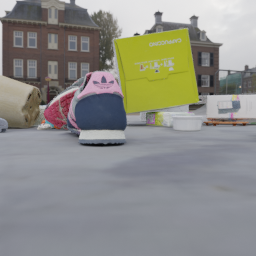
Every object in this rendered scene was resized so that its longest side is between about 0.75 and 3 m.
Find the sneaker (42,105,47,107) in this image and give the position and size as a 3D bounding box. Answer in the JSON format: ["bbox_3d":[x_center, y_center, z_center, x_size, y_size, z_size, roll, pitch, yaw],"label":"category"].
[{"bbox_3d":[-3.903,-0.584,11.858,1.326,0.857,2.445,-4,3,43],"label":"sneaker"}]

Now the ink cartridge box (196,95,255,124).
[{"bbox_3d":[4.120,-0.727,11.478,2.868,0.965,1.679,1,-6,19],"label":"ink cartridge box"}]

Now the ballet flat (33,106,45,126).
[{"bbox_3d":[-3.720,-0.305,9.567,2.220,0.797,0.797,-2,3,14],"label":"ballet flat"}]

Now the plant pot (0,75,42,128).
[{"bbox_3d":[-3.686,-0.770,8.459,1.748,1.909,1.909,12,4,4],"label":"plant pot"}]

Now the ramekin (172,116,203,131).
[{"bbox_3d":[1.575,-0.126,7.460,0.793,0.387,0.793,1,3,0],"label":"ramekin"}]

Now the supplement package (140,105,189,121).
[{"bbox_3d":[1.828,-1.081,14.352,1.543,1.531,2.033,-2,4,-37],"label":"supplement package"}]

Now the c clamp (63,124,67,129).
[{"bbox_3d":[-0.872,0.026,6.510,1.129,0.179,1.322,7,8,17],"label":"c clamp"}]

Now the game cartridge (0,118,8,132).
[{"bbox_3d":[-4.098,-0.070,6.723,2.086,0.422,1.391,-2,0,-31],"label":"game cartridge"}]

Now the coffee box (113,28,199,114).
[{"bbox_3d":[0.915,-1.946,10.493,2.587,2.591,2.563,-9,3,-1],"label":"coffee box"}]

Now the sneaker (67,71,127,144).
[{"bbox_3d":[-0.602,-0.417,5.167,0.969,1.133,2.762,-2,7,-19],"label":"sneaker"}]

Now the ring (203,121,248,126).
[{"bbox_3d":[3.632,-0.167,10.462,1.600,0.154,1.600,0,2,0],"label":"ring"}]

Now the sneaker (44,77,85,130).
[{"bbox_3d":[-1.493,-0.808,8.315,1.051,1.135,2.816,9,27,24],"label":"sneaker"}]

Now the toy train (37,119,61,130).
[{"bbox_3d":[-1.497,-0.278,8.248,2.181,0.607,1.638,0,3,-11],"label":"toy train"}]

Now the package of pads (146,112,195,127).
[{"bbox_3d":[1.426,-0.319,9.802,1.159,0.512,1.501,-2,4,-29],"label":"package of pads"}]
